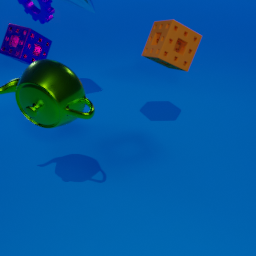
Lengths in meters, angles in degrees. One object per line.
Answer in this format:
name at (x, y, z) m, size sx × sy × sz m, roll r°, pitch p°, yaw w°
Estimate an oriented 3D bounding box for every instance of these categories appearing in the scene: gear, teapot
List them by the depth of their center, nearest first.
teapot at (-1.148, -0.420, 3.834) m, size 1.560 × 0.970 × 0.764 m, roll 17°, pitch 41°, yaw 14°
gear at (-2.781, -3.778, 8.317) m, size 1.344 × 1.344 × 0.249 m, roll 21°, pitch 58°, yaw 32°

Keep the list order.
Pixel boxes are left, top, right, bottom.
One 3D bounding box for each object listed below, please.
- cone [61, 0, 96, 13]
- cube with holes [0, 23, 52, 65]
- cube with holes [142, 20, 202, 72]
cone at (-1.312, -3.282, 6.524) m, size 1.554 × 1.560 × 1.554 m, roll -33°, pitch 33°, yaw 25°
cube with holes at (-2.521, -2.008, 6.935) m, size 0.761 × 0.761 × 0.761 m, roll 21°, pitch 3°, yaw 27°
cube with holes at (0.937, -1.791, 6.126) m, size 0.798 × 0.798 × 0.798 m, roll 17°, pitch 9°, yaw -27°
